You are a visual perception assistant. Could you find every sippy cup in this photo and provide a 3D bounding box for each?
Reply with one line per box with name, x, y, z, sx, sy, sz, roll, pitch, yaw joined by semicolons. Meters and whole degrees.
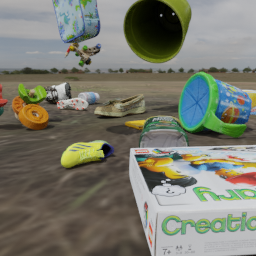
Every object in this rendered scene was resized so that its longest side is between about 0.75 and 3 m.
sippy cup;2.288;-0.563;7.227;1.430;1.951;1.532;8;-20;-19

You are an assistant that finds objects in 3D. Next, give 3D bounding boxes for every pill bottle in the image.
pill bottle;-1.854;-1.416;13.365;0.565;0.565;1.038;8;13;34

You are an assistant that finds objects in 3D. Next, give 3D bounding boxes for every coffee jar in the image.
coffee jar;0.646;0.167;5.185;0.814;0.666;1.561;0;11;6

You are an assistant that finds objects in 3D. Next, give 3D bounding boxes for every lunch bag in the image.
lunch bag;-1.084;-2.426;5.697;0.530;1.285;1.033;-18;10;-42

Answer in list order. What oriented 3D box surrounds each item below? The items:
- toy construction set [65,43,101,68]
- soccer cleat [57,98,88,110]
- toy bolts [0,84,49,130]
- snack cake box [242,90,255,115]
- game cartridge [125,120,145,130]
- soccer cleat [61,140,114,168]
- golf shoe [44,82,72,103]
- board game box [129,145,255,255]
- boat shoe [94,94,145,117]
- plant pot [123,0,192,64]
toy construction set;-1.494;-2.266;8.372;1.197;0.920;0.998;-7;-37;44
soccer cleat;-2.217;-0.981;11.465;1.450;0.503;0.563;1;9;21
toy bolts;-3.250;-0.353;7.853;1.812;1.257;1.731;3;47;-39
snack cake box;3.688;-1.023;10.710;2.473;0.831;1.422;1;13;5
game cartridge;0.377;-0.095;7.957;0.682;0.125;0.773;-6;11;-29
soccer cleat;-0.657;0.428;4.746;0.451;0.348;1.078;14;17;32
golf shoe;-3.453;-1.566;13.386;1.249;1.027;2.643;-12;6;-26
board game box;1.516;0.652;3.181;2.847;0.493;1.797;-1;12;-6
boat shoe;-0.266;-0.803;9.958;0.815;0.697;2.223;11;15;42
plant pot;1.264;-3.700;9.838;2.159;2.159;2.079;7;39;30
